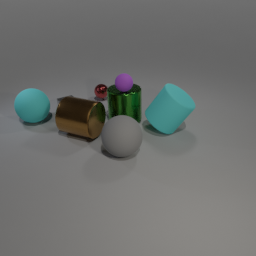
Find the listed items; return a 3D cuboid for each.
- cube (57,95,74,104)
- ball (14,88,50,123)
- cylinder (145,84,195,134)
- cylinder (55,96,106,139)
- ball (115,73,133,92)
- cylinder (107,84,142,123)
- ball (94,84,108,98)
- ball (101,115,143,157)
[{"bbox_3d":[-2.579,-0.940,12.032,0.700,0.700,0.700,-17,25,-23],"label":"cube"},{"bbox_3d":[-3.918,-0.918,11.497,1.400,1.400,1.400,0,29,0],"label":"ball"},{"bbox_3d":[1.595,-0.728,10.700,1.400,1.400,1.400,27,32,-18],"label":"cylinder"},{"bbox_3d":[-1.764,-0.410,10.566,1.400,1.400,1.400,12,32,21],"label":"cylinder"},{"bbox_3d":[-0.155,-1.741,10.750,0.700,0.700,0.700,0,29,0],"label":"ball"},{"bbox_3d":[-0.138,-0.988,11.589,1.400,1.400,1.400,-1,28,1],"label":"cylinder"},{"bbox_3d":[-1.285,-1.784,13.569,0.700,0.700,0.700,0,29,0],"label":"ball"},{"bbox_3d":[-0.202,0.272,9.422,1.400,1.400,1.400,0,29,0],"label":"ball"}]
